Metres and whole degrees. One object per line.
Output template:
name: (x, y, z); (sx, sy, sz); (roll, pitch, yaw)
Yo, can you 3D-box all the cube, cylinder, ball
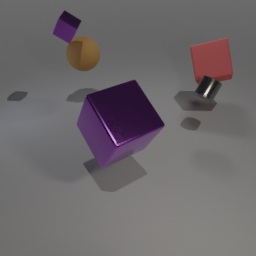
cube: (-2.186, -3.617, 10.040); (0.700, 0.700, 0.700); (28, 42, -17)
cube: (3.371, -2.603, 11.265); (1.400, 1.400, 1.400); (-9, -1, 18)
cylinder: (2.748, -1.347, 9.634); (0.700, 0.700, 0.700); (28, 9, -5)
cube: (-0.240, -0.085, 6.855); (1.400, 1.400, 1.400); (-23, 73, -29)
ball: (-1.850, -3.063, 11.610); (1.400, 1.400, 1.400); (0, 32, 0)
